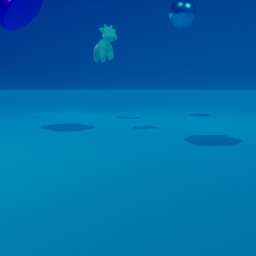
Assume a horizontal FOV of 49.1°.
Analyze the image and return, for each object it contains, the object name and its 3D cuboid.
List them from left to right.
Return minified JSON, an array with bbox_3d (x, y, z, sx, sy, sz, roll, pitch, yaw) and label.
[{"bbox_3d":[-2.905,-3.220,6.646,1.261,1.261,1.261,-42,2,2],"label":"cylinder"},{"bbox_3d":[-0.812,-2.896,9.662,0.634,1.136,1.155,-4,3,-32],"label":"cow figurine"},{"bbox_3d":[1.930,-4.073,9.961,0.975,0.975,0.975,0,9,0],"label":"ball"}]
